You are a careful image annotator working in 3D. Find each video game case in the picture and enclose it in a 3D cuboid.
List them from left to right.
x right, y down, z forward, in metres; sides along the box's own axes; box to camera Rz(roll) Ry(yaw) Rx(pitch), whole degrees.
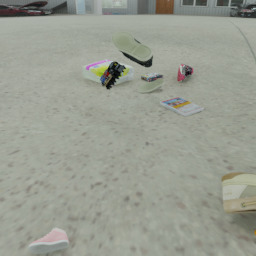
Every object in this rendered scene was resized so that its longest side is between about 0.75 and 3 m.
[{"bbox_3d":[2.234,-0.928,11.748,1.082,0.132,1.514,-18,33,-30],"label":"video game case"}]

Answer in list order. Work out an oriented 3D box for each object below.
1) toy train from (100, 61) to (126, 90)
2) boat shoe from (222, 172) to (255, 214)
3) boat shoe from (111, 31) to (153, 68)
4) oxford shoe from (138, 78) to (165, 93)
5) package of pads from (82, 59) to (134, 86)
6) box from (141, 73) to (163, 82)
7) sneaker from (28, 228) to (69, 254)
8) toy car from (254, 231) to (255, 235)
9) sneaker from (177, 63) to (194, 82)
[{"bbox_3d":[-0.548,-1.625,8.793,0.512,0.381,2.234,34,-11,-9],"label":"toy train"},{"bbox_3d":[3.528,1.631,6.088,2.912,1.050,0.946,7,64,3],"label":"boat shoe"},{"bbox_3d":[0.199,-3.138,11.293,0.876,0.777,2.344,-47,55,-9],"label":"boat shoe"},{"bbox_3d":[1.130,-1.976,13.527,1.403,0.405,0.528,-23,67,-15],"label":"oxford shoe"},{"bbox_3d":[-1.037,-2.973,14.988,2.305,0.786,1.781,26,38,38],"label":"package of pads"},{"bbox_3d":[1.314,-2.757,15.203,1.015,0.191,0.693,-19,33,-32],"label":"box"},{"bbox_3d":[-1.568,2.215,5.533,0.758,0.285,0.396,-3,30,-18],"label":"sneaker"},{"bbox_3d":[3.115,2.356,5.377,0.444,0.655,1.336,-56,26,-7],"label":"toy car"},{"bbox_3d":[3.090,-3.021,15.076,0.737,0.796,1.974,10,29,14],"label":"sneaker"}]
